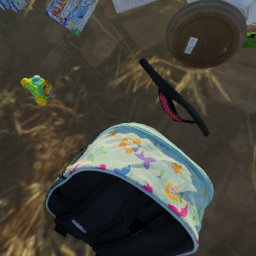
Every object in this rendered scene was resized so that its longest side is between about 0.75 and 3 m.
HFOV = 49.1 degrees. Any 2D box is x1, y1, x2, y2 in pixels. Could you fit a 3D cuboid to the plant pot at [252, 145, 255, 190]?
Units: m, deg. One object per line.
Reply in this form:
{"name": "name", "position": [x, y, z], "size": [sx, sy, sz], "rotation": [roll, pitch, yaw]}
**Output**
{"name": "plant pot", "position": [2.907, 0.324, 5.376], "size": [0.274, 1.993, 1.993], "rotation": [15, 58, 41]}

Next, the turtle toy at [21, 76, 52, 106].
{"name": "turtle toy", "position": [-1.988, -0.888, 6.357], "size": [0.466, 0.921, 0.671], "rotation": [-39, 96, -5]}

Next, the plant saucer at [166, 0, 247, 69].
{"name": "plant saucer", "position": [1.715, -1.978, 6.256], "size": [1.765, 1.765, 0.260], "rotation": [8, 53, 5]}

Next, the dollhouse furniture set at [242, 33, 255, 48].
{"name": "dollhouse furniture set", "position": [2.730, -3.540, 6.928], "size": [1.152, 2.983, 1.491], "rotation": [7, 33, 30]}

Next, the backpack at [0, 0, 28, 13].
{"name": "backpack", "position": [-3.318, -3.630, 7.687], "size": [0.690, 0.939, 0.860], "rotation": [-46, 46, -3]}

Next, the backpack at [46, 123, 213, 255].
{"name": "backpack", "position": [0.057, 0.915, 3.931], "size": [1.931, 2.175, 1.637], "rotation": [39, 55, -5]}

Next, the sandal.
{"name": "sandal", "position": [0.918, -0.599, 6.140], "size": [0.498, 0.830, 2.210], "rotation": [-44, 80, 11]}

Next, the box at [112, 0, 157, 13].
{"name": "box", "position": [0.688, -4.410, 7.622], "size": [2.465, 1.311, 1.876], "rotation": [-12, 40, 14]}

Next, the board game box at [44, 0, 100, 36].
{"name": "board game box", "position": [-1.450, -3.612, 7.875], "size": [1.111, 0.283, 1.642], "rotation": [30, 106, -15]}

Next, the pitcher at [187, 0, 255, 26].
{"name": "pitcher", "position": [2.313, -2.929, 6.593], "size": [1.661, 1.425, 1.007], "rotation": [35, 103, 28]}
